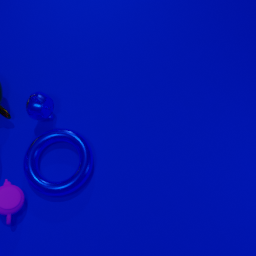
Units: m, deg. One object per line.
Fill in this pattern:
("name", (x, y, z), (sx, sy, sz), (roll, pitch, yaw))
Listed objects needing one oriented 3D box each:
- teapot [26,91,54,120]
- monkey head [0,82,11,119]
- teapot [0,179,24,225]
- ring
("teapot", (-2.163, -0.556, 6.997), (0.581, 1.186, 0.738), (14, 62, 17))
("monkey head", (-3.680, -0.995, 6.878), (1.171, 1.398, 1.944), (-29, 91, -34))
("teapot", (-2.753, 1.640, 6.414), (0.689, 0.543, 1.109), (0, 60, -28))
("ring", (-1.699, 0.807, 6.847), (1.700, 0.340, 1.700), (0, 68, 0))
